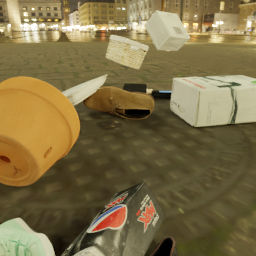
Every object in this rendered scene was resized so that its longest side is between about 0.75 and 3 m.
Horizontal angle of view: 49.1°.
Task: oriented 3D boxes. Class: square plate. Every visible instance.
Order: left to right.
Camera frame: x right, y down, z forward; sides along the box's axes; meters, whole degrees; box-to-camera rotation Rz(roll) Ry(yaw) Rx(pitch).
[{"bbox_3d":[-2.133,-0.764,8.419,2.782,0.396,2.756,-19,14,20],"label":"square plate"}]

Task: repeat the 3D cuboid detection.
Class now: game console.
[{"bbox_3d":[1.100,-1.490,11.543,2.707,0.326,1.597,3,24,3],"label":"game console"}]

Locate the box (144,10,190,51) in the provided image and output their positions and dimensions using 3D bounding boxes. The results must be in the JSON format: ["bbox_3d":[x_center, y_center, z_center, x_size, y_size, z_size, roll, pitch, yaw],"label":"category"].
[{"bbox_3d":[1.261,-3.098,9.001,1.037,1.042,0.681,-13,-19,-42],"label":"box"}]

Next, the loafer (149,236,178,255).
[{"bbox_3d":[0.186,1.696,3.028,0.482,0.422,1.340,12,24,29],"label":"loafer"}]

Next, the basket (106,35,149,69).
[{"bbox_3d":[-0.082,-2.587,9.532,0.921,0.838,1.358,10,18,-30],"label":"basket"}]

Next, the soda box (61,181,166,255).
[{"bbox_3d":[-0.180,1.367,3.343,0.566,0.632,1.787,-29,4,31],"label":"soda box"}]

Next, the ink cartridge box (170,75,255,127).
[{"bbox_3d":[2.984,-0.950,8.995,2.744,1.140,2.011,-5,21,-14],"label":"ink cartridge box"}]

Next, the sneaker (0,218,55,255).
[{"bbox_3d":[-1.414,1.543,3.351,0.753,0.470,1.276,-12,14,-43],"label":"sneaker"}]

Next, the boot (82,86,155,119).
[{"bbox_3d":[-0.376,-0.776,9.121,2.435,0.896,0.919,5,32,7],"label":"boot"}]

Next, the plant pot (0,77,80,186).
[{"bbox_3d":[-2.031,0.173,5.333,1.914,1.914,1.340,4,37,9],"label":"plant pot"}]

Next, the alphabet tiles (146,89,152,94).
[{"bbox_3d":[0.755,-1.633,12.368,0.822,0.061,0.840,-6,21,-15],"label":"alphabet tiles"}]
